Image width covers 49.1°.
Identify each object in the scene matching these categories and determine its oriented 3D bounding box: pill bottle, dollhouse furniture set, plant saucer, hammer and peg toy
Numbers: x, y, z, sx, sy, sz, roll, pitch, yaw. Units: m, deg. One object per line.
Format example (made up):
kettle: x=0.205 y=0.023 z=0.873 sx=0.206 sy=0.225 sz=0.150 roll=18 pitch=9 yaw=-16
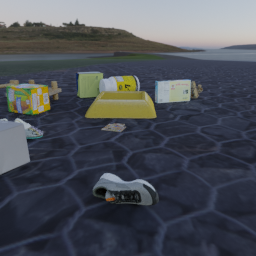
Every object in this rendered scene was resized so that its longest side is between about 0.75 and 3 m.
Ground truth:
pill bottle: x=-0.480 y=-2.252 z=15.362 sx=2.010 sy=1.149 sz=1.149 roll=-9 pitch=19 yaw=-25
dollhouse furniture set: x=3.563 y=-2.237 z=15.170 sx=0.524 sy=0.943 sz=0.834 roll=7 pitch=44 yaw=40
plant saucer: x=-0.265 y=-1.144 z=12.571 sx=2.945 sy=0.714 sz=2.946 roll=0 pitch=17 yaw=2
hammer and peg toy: x=-5.130 y=-1.807 z=14.237 sx=2.843 sy=1.002 sz=2.091 roll=6 pitch=20 yaw=18

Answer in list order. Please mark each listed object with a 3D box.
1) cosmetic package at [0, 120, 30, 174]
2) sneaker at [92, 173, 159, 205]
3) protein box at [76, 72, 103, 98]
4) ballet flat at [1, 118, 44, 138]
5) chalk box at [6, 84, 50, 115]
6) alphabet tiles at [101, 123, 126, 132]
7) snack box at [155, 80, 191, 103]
cosmetic package: x=-3.662 y=0.623 z=6.231 sx=1.369 sy=1.156 sz=2.563 roll=6 pitch=21 yaw=29
sneaker: x=-0.060 y=1.260 z=5.329 sx=1.393 sy=0.515 sz=0.552 roll=4 pitch=26 yaw=32
protein box: x=-2.135 y=-2.435 z=15.653 sx=1.331 sy=1.321 sz=0.898 roll=-6 pitch=18 yaw=-20
ballet flat: x=-3.700 y=0.023 z=8.921 sx=1.912 sy=0.688 sz=0.688 roll=-2 pitch=17 yaw=-7
chalk box: x=-4.562 y=-1.317 z=12.392 sx=1.849 sy=1.150 sz=1.145 roll=7 pitch=18 yaw=25
alphabet tiles: x=-0.458 y=-0.030 z=10.121 sx=0.726 sy=0.033 sz=0.869 roll=6 pitch=19 yaw=18
snack box: x=2.300 y=-1.877 z=14.263 sx=1.863 sy=1.082 sz=0.346 roll=-5 pitch=16 yaw=-18
